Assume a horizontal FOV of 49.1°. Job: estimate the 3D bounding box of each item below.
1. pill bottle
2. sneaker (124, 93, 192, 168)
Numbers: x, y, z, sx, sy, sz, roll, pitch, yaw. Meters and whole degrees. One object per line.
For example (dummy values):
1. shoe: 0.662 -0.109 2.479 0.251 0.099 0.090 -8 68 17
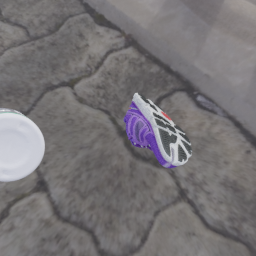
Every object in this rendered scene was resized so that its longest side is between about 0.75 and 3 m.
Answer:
1. pill bottle: -1.972 0.176 4.503 0.963 0.963 1.703 -35 21 -19
2. sneaker: 0.423 0.134 4.909 0.797 0.825 1.978 27 17 -26
